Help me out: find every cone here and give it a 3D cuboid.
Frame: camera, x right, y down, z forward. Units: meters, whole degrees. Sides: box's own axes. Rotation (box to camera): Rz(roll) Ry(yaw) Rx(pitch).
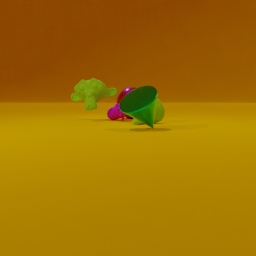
[{"bbox_3d":[0.447,-0.357,7.108,1.018,1.022,1.018,-20,36,15],"label":"cone"},{"bbox_3d":[0.435,-0.371,8.687,1.035,1.035,1.039,5,33,39],"label":"cone"}]

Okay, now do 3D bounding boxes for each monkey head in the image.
[{"bbox_3d":[-1.314,-1.162,10.211,1.770,1.273,1.067,-7,-13,5],"label":"monkey head"}]

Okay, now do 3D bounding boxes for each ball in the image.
[{"bbox_3d":[0.177,-0.993,11.189,1.264,1.264,1.264,0,6,0],"label":"ball"}]

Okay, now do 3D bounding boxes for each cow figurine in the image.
[{"bbox_3d":[-0.354,-0.574,10.056,1.139,0.625,1.121,-21,7,28],"label":"cow figurine"}]
